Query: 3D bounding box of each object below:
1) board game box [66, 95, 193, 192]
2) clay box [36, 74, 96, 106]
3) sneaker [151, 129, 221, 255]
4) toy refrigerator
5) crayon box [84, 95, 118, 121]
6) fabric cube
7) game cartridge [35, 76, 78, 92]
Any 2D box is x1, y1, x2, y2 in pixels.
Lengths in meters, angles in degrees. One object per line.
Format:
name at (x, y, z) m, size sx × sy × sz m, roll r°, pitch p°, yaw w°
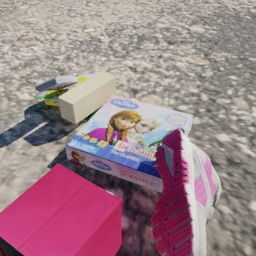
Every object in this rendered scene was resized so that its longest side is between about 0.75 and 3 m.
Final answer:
board game box at (0.144, 0.226, 7.727) m, size 2.655 × 0.546 × 2.649 m, roll 16°, pitch 42°, yaw 19°
clay box at (-1.908, -1.241, 9.308) m, size 2.048 × 0.488 × 1.177 m, roll -34°, pitch 28°, yaw -33°
sneaker at (1.334, 1.439, 5.705) m, size 1.285 × 1.185 × 2.912 m, roll 23°, pitch 54°, yaw -22°
toy refrigerator at (-1.191, -0.974, 8.511) m, size 0.666 × 0.722 × 1.903 m, roll 25°, pitch 46°, yaw 27°
crayon box at (-1.072, -0.803, 9.145) m, size 0.849 × 0.348 × 1.350 m, roll 31°, pitch 49°, yaw 32°
fabric cube at (-1.139, 1.905, 4.914) m, size 1.577 × 1.547 × 1.572 m, roll 22°, pitch 43°, yaw 26°
game cartridge at (-1.987, -1.281, 8.063) m, size 0.821 × 0.252 × 1.233 m, roll -13°, pitch 6°, yaw 18°
